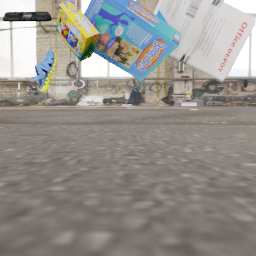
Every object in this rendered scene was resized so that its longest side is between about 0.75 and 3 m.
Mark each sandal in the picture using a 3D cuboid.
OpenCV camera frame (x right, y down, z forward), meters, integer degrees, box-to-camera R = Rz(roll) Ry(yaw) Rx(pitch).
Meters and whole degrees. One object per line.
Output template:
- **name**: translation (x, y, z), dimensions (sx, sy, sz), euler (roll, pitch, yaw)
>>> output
- **sandal**: translation (-2.962, -2.067, 9.835), dimensions (0.667, 1.532, 0.609), euler (20, -14, -33)

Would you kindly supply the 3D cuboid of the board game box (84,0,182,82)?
- **board game box**: translation (-0.087, -2.398, 7.337), dimensions (2.357, 0.530, 1.793), euler (29, -36, -19)

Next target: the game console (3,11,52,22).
- **game console**: translation (-2.127, -1.922, 4.956), dimensions (1.516, 0.183, 0.894), euler (-7, 40, -15)

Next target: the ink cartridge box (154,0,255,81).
- **ink cartridge box**: translation (2.202, -3.120, 9.113), dimensions (2.921, 2.132, 1.231), euler (23, 14, -9)

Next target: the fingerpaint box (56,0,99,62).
- **fingerpaint box**: translation (-1.206, -2.229, 6.510), dimensions (0.383, 1.044, 0.871), euler (-34, -9, -29)
